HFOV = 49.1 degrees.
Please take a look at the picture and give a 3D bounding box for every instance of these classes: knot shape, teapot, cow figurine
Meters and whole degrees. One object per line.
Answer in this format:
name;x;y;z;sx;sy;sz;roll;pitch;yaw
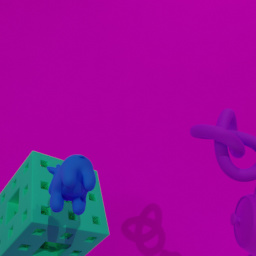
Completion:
knot shape;1.415;0.239;3.740;1.082;0.500;1.012;-7;52;-45
teapot;1.733;1.325;3.747;0.724;0.919;1.478;10;101;2
cow figurine;-0.708;0.609;3.443;0.508;0.925;0.911;14;32;-21

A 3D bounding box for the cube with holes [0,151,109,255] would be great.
cube with holes;-1.311;1.436;4.709;1.290;1.290;1.290;-47;38;25
